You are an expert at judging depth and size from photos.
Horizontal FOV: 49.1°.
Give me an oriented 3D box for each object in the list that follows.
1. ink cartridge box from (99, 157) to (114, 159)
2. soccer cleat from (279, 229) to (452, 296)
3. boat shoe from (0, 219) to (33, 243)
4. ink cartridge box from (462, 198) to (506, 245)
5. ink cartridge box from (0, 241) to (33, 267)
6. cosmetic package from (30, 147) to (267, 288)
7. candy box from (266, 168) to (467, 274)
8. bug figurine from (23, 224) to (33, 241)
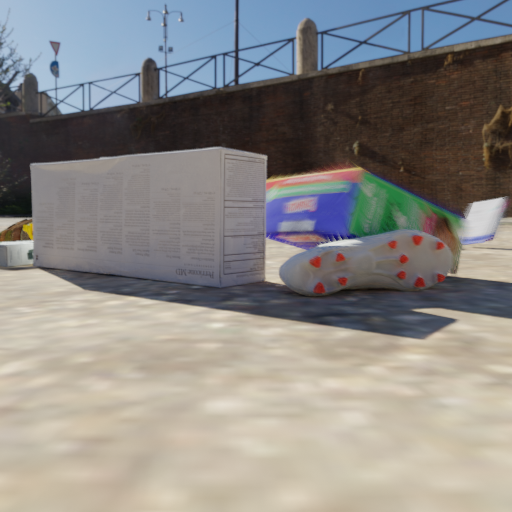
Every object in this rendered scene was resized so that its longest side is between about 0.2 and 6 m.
[{"bbox_3d":[-1.819,-0.686,8.273,0.890,1.528,0.516,2,8,19],"label":"ink cartridge box"},{"bbox_3d":[1.047,0.060,5.317,1.731,0.600,0.672,-5,5,-21],"label":"soccer cleat"},{"bbox_3d":[-4.438,-0.461,10.875,0.613,0.649,1.803,0,5,-5],"label":"boat shoe"},{"bbox_3d":[4.523,-0.633,11.232,0.231,1.102,0.658,41,-23,-24],"label":"ink cartridge box"},{"bbox_3d":[-3.307,-0.039,7.868,0.554,0.314,0.756,3,6,34],"label":"ink cartridge box"},{"bbox_3d":[-1.427,-0.463,6.728,3.385,1.397,0.857,4,4,38],"label":"cosmetic package"},{"bbox_3d":[1.166,-0.347,6.428,1.879,0.724,1.589,14,-6,-37],"label":"candy box"},{"bbox_3d":[-2.692,-0.317,9.306,2.340,0.602,1.814,5,14,36],"label":"bug figurine"}]
